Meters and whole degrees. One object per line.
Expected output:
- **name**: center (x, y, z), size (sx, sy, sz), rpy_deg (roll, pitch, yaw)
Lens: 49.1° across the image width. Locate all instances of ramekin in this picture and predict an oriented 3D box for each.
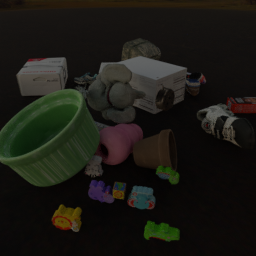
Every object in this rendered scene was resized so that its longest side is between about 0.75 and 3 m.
- **ramekin**: center (-2.246, 0.299, 8.226), size (2.900, 1.417, 2.900), rpy_deg (-19, 36, 15)

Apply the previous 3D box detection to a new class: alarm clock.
- **alarm clock**: center (1.002, -0.707, 7.186), size (0.281, 0.570, 0.845), rpy_deg (22, -3, 33)

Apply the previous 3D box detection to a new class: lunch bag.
- **lunch bag**: center (0.889, -4.725, 17.958), size (1.768, 1.469, 2.108), rpy_deg (34, 42, 25)

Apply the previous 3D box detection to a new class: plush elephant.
- **plush elephant**: center (-0.375, -1.230, 10.155), size (2.035, 2.165, 2.629), rpy_deg (11, 16, 32)

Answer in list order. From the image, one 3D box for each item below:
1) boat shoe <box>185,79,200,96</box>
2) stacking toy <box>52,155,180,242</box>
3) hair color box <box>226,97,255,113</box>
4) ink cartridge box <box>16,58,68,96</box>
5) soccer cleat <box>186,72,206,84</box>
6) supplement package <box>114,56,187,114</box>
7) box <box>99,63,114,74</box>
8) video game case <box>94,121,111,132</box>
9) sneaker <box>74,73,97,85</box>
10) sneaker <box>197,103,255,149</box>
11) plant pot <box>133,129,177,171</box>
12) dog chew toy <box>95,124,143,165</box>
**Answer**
- **boat shoe**: center (3.123, -1.991, 13.725), size (0.744, 0.746, 2.061), rpy_deg (4, 14, 12)
- **stacking toy**: center (-0.145, 1.798, 7.338), size (2.995, 0.704, 2.258), rpy_deg (7, 32, 8)
- **hair color box**: center (5.247, -1.012, 12.346), size (1.546, 0.474, 0.785), rpy_deg (1, 29, 0)
- **ink cartridge box**: center (-4.339, -2.719, 14.609), size (2.043, 1.173, 2.814), rpy_deg (-3, 30, -4)
- **soccer cleat**: center (3.360, -2.696, 15.284), size (0.694, 0.647, 1.896), rpy_deg (33, -11, -38)
- **supplement package**: center (0.893, -2.140, 13.154), size (2.897, 1.606, 2.256), rpy_deg (26, 39, 37)
- **box**: center (-0.802, -2.802, 14.986), size (1.357, 0.948, 1.783), rpy_deg (0, 30, 0)
- **video game case**: center (-1.406, 0.175, 10.574), size (1.558, 0.171, 1.420), rpy_deg (18, 34, 28)
- **sneaker**: center (-2.264, -2.727, 15.209), size (1.400, 0.604, 0.543), rpy_deg (2, 30, 4)
- **sneaker**: center (3.406, 0.007, 10.120), size (1.278, 1.070, 2.888), rpy_deg (-9, 23, -7)
- **plant pot**: center (0.822, 0.742, 8.629), size (1.167, 1.338, 1.338), rpy_deg (-6, 27, 20)
- **dog chew toy**: center (-0.210, 0.418, 9.248), size (1.218, 1.218, 1.956), rpy_deg (21, 29, 32)
